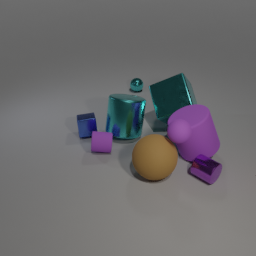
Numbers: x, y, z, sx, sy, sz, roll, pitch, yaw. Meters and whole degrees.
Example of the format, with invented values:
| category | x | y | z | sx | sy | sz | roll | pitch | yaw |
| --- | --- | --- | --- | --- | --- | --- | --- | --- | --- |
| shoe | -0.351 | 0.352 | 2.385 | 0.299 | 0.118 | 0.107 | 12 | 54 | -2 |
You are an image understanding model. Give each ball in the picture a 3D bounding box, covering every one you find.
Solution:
| category | x | y | z | sx | sy | sz | roll | pitch | yaw |
| --- | --- | --- | --- | --- | --- | --- | --- | --- | --- |
| ball | 1.476 | 0.097 | 8.045 | 0.700 | 0.700 | 0.700 | 0 | 31 | 0 |
| ball | 0.819 | 0.890 | 8.591 | 1.400 | 1.400 | 1.400 | 0 | 31 | 0 |
| ball | 0.448 | -2.217 | 14.366 | 0.700 | 0.700 | 0.700 | 0 | 31 | 0 |

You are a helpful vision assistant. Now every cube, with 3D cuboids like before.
| category | x | y | z | sx | sy | sz | roll | pitch | yaw |
| --- | --- | --- | --- | --- | --- | --- | --- | --- | --- |
| cube | 1.819 | -1.076 | 10.879 | 1.400 | 1.400 | 1.400 | -19 | -15 | 21 |
| cube | -1.576 | -0.124 | 10.784 | 0.700 | 0.700 | 0.700 | -9 | 23 | -8 |

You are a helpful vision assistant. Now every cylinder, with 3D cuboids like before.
| category | x | y | z | sx | sy | sz | roll | pitch | yaw |
| --- | --- | --- | --- | --- | --- | --- | --- | --- | --- |
| cylinder | -0.095 | -0.473 | 10.529 | 1.400 | 1.400 | 1.400 | 7 | 16 | -2 |
| cylinder | 2.416 | 1.261 | 8.635 | 0.700 | 0.700 | 0.700 | -26 | 40 | -36 |
| cylinder | -0.917 | 0.487 | 9.781 | 0.700 | 0.700 | 0.700 | 4 | 31 | -6 |
| cylinder | 2.209 | 0.160 | 9.371 | 1.400 | 1.400 | 1.400 | -21 | 29 | 12 |
